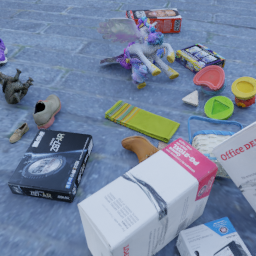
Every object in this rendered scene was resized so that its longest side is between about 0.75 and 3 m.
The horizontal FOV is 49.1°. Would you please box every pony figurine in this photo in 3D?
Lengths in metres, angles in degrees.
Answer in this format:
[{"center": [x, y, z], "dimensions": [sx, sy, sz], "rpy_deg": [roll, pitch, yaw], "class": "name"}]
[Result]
[{"center": [0.372, -3.085, 11.181], "dimensions": [2.845, 2.454, 2.947], "rpy_deg": [-18, 69, -15], "class": "pony figurine"}]

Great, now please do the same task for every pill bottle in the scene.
[{"center": [0.906, -3.124, 12.032], "dimensions": [0.806, 0.806, 1.438], "rpy_deg": [31, 53, 28], "class": "pill bottle"}]

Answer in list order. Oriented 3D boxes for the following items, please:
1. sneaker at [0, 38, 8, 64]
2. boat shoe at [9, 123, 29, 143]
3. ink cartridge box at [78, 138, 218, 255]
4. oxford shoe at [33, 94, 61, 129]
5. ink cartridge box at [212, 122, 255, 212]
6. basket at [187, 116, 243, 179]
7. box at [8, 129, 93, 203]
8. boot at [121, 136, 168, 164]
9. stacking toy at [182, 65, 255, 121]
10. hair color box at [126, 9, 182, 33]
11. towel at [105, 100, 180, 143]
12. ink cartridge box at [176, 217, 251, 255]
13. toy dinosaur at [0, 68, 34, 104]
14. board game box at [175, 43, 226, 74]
[{"center": [-5.778, -3.377, 12.330], "dimensions": [0.730, 0.755, 1.811], "rpy_deg": [-12, 45, -12], "class": "sneaker"}, {"center": [-3.509, 0.138, 8.967], "dimensions": [0.287, 0.260, 0.805], "rpy_deg": [16, 46, 17], "class": "boat shoe"}, {"center": [0.442, 1.760, 5.989], "dimensions": [2.725, 1.973, 1.149], "rpy_deg": [-29, 51, -26], "class": "ink cartridge box"}, {"center": [-2.729, -0.732, 9.448], "dimensions": [0.648, 0.687, 1.838], "rpy_deg": [-16, 35, 9], "class": "oxford shoe"}, {"center": [3.481, 1.054, 5.952], "dimensions": [1.190, 2.043, 2.823], "rpy_deg": [-28, 78, -28], "class": "ink cartridge box"}, {"center": [2.441, 0.449, 7.874], "dimensions": [1.586, 1.251, 1.799], "rpy_deg": [8, 56, 7], "class": "basket"}, {"center": [-2.075, 0.975, 7.934], "dimensions": [1.708, 0.464, 2.132], "rpy_deg": [7, 44, 8], "class": "box"}, {"center": [0.431, 0.872, 8.066], "dimensions": [1.498, 0.574, 1.163], "rpy_deg": [14, 48, 4], "class": "boot"}, {"center": [3.299, -1.086, 10.169], "dimensions": [2.028, 0.946, 2.240], "rpy_deg": [-48, 54, -8], "class": "stacking toy"}, {"center": [1.290, -5.546, 14.564], "dimensions": [2.703, 0.828, 1.372], "rpy_deg": [-4, 43, -5], "class": "hair color box"}, {"center": [0.465, -0.289, 9.456], "dimensions": [2.409, 0.218, 1.037], "rpy_deg": [23, 49, 22], "class": "towel"}, {"center": [1.909, 2.858, 5.767], "dimensions": [1.200, 0.699, 1.659], "rpy_deg": [-13, 45, -13], "class": "ink cartridge box"}, {"center": [-4.021, -1.333, 10.042], "dimensions": [1.210, 0.910, 2.366], "rpy_deg": [-44, 53, 10], "class": "toy dinosaur"}, {"center": [3.099, -2.963, 12.100], "dimensions": [1.386, 0.475, 1.676], "rpy_deg": [-24, 48, -21], "class": "board game box"}]
